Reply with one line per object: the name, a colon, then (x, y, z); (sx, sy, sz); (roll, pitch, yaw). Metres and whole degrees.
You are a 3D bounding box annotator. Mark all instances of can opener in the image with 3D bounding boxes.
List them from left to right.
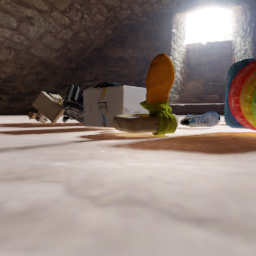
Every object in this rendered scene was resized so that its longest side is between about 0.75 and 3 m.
can opener: (-2.607, -1.091, 12.305); (0.546, 0.684, 2.047); (22, 40, -17)

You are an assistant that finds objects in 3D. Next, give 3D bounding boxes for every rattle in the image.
rattle: (0.229, -0.575, 5.841); (1.354, 1.486, 2.080); (-18, 10, -3)

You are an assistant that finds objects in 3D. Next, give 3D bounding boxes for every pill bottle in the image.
pill bottle: (-0.962, -1.005, 11.258); (1.633, 1.633, 2.919); (-1, 4, -26)

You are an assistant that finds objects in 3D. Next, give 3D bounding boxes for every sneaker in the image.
sneaker: (1.978, -0.179, 7.841); (1.197, 0.449, 0.519); (-9, 2, 44)

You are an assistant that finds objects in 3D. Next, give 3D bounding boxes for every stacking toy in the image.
stacking toy: (2.733, -0.410, 4.882); (1.669, 1.579, 2.876); (3, 16, 10)

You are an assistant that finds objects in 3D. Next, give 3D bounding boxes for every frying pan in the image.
frying pan: (-2.096, -0.558, 10.488); (2.103, 0.342, 1.272); (3, -33, 44)

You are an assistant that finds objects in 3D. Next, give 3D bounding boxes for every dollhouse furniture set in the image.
dollhouse furniture set: (-2.990, -0.620, 11.592); (1.080, 1.264, 2.439); (40, 8, 4)

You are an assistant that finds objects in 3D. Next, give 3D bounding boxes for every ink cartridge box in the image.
ink cartridge box: (-0.338, -0.567, 7.848); (1.523, 1.102, 1.121); (3, 4, 41)
